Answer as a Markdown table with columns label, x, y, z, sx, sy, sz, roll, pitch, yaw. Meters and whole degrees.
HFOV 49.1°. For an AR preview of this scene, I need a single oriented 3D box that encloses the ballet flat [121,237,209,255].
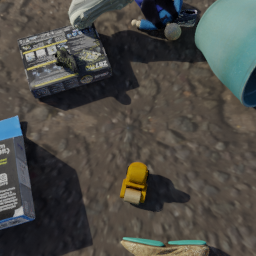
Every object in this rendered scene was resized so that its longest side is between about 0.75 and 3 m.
| label | x | y | z | sx | sy | sz | roll | pitch | yaw |
| --- | --- | --- | --- | --- | --- | --- | --- | --- | --- |
| ballet flat | 0.843 | 2.915 | 6.430 | 2.047 | 0.722 | 0.668 | 2 | 76 | 3 |

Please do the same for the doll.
| label | x | y | z | sx | sy | sz | roll | pitch | yaw |
| --- | --- | --- | --- | --- | --- | --- | --- | --- | --- |
| doll | 0.839 | -3.931 | 9.044 | 1.797 | 0.638 | 2.634 | -34 | 85 | 11 |

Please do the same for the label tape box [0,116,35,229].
| label | x | y | z | sx | sy | sz | roll | pitch | yaw |
| --- | --- | --- | --- | --- | --- | --- | --- | --- | --- |
| label tape box | -3.700 | 1.092 | 7.023 | 2.109 | 0.973 | 2.943 | -15 | 70 | -6 |

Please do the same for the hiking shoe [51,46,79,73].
| label | x | y | z | sx | sy | sz | roll | pitch | yaw |
| --- | --- | --- | --- | --- | --- | --- | --- | --- | --- |
| hiking shoe | -1.770 | -1.844 | 7.970 | 0.512 | 0.385 | 1.017 | -35 | 65 | -5 |

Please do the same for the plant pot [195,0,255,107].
| label | x | y | z | sx | sy | sz | roll | pitch | yaw |
| --- | --- | --- | --- | --- | --- | --- | --- | --- | --- |
| plant pot | 3.263 | -2.311 | 7.742 | 2.587 | 2.587 | 2.430 | -31 | 55 | -12 |

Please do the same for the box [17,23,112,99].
| label | x | y | z | sx | sy | sz | roll | pitch | yaw |
| --- | --- | --- | --- | --- | --- | --- | --- | --- | --- |
| box | -1.937 | -2.155 | 8.565 | 2.439 | 0.599 | 1.966 | -19 | 67 | -8 |

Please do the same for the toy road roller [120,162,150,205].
| label | x | y | z | sx | sy | sz | roll | pitch | yaw |
| --- | --- | --- | --- | --- | --- | --- | --- | --- | --- |
| toy road roller | 0.187 | 1.354 | 7.030 | 0.621 | 0.738 | 1.011 | 11 | 68 | 5 |

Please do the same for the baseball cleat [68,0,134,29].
| label | x | y | z | sx | sy | sz | roll | pitch | yaw |
| --- | --- | --- | --- | --- | --- | --- | --- | --- | --- |
| baseball cleat | -0.829 | -3.869 | 8.324 | 2.239 | 0.781 | 1.192 | -26 | 68 | 7 |

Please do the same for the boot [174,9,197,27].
| label | x | y | z | sx | sy | sz | roll | pitch | yaw |
| --- | --- | --- | --- | --- | --- | --- | --- | --- | --- |
| boot | 1.645 | -3.652 | 9.210 | 1.207 | 0.545 | 0.439 | -3 | 68 | -1 |
